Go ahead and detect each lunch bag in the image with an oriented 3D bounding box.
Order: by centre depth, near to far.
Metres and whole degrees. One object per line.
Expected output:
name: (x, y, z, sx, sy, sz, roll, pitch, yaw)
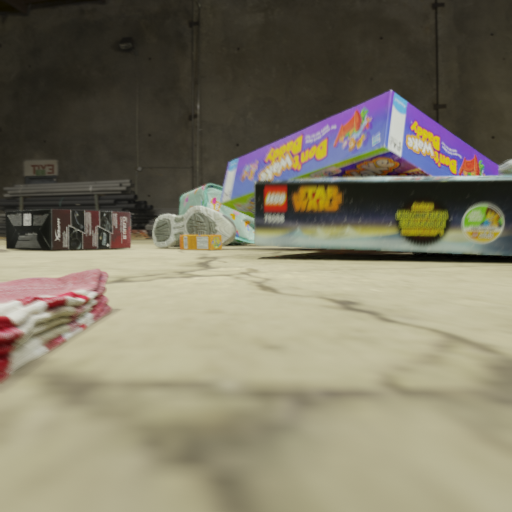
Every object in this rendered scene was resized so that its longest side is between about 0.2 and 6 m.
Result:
lunch bag: (-0.843, -1.086, 17.121, 2.699, 1.646, 2.299, 14, -9, -24)

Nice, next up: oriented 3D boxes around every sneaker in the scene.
sneaker: (-1.222, -0.602, 12.886, 2.496, 0.972, 1.240, 4, 0, 43)

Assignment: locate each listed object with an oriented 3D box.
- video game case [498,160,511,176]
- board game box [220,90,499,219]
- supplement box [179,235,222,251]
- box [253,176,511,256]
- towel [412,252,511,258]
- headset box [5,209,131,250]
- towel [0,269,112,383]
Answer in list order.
video game case: (5.360, -1.253, 12.103, 1.958, 1.402, 0.176, -30, 22, 38)
board game box: (1.789, -1.351, 10.856, 2.997, 0.998, 4.457, 21, -19, -33)
supplement box: (-1.166, -0.280, 11.738, 1.024, 0.352, 0.341, 5, 6, 44)
box: (2.576, -0.605, 7.348, 4.450, 0.888, 3.047, 3, 7, 22)
towel: (3.282, -0.093, 8.350, 1.771, 0.306, 1.705, 5, 7, 41)
headset box: (-3.871, -0.546, 11.923, 1.641, 0.852, 2.205, 1, 1, 35)
towel: (-1.041, 0.165, 1.316, 1.101, 0.174, 1.529, -1, 2, -3)
